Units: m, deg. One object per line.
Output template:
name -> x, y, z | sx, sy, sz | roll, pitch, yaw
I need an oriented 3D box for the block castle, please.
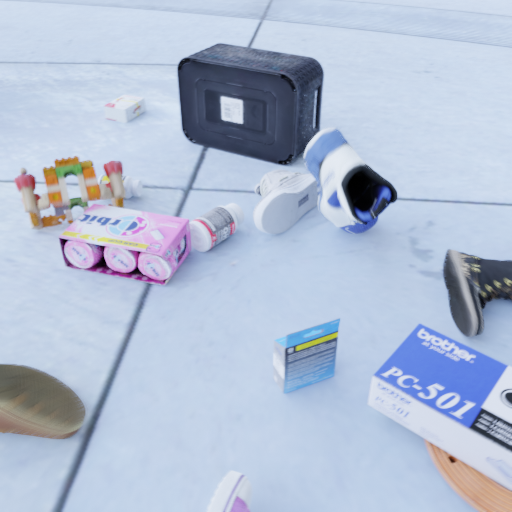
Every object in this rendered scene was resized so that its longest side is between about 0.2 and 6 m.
block castle -> -3.597, -1.280, 10.997 | 2.005, 1.340, 0.941 | -12, 77, -17

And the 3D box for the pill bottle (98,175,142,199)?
pill bottle -> -2.962, -1.506, 12.217 | 0.874, 0.490, 0.490 | 5, 36, 6

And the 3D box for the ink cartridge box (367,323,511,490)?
ink cartridge box -> 2.921, 1.966, 6.861 | 2.793, 0.618, 1.313 | 26, 43, 31

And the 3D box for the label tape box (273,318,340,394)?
label tape box -> 0.681, 1.288, 7.734 | 0.829, 1.150, 0.364 | -15, 38, -19

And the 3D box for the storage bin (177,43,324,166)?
storage bin -> -0.165, -3.820, 13.944 | 3.298, 2.229, 1.546 | 18, 39, 23

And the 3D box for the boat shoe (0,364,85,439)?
boat shoe -> -3.313, 1.881, 7.267 | 2.207, 0.745, 0.794 | 20, 29, -3

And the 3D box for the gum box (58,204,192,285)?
gum box -> -2.291, -0.224, 10.215 | 2.133, 0.705, 1.211 | 9, 37, 14

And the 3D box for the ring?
ring -> 3.364, 2.377, 7.018 | 2.511, 0.241, 2.511 | 0, 36, 0

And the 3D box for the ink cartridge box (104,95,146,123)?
ink cartridge box -> -3.758, -4.240, 16.092 | 0.733, 0.421, 1.010 | 15, 38, 20

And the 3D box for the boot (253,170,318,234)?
boot -> 0.390, -1.171, 11.586 | 1.135, 0.873, 2.374 | 17, 30, 32

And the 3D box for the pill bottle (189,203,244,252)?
pill bottle -> -0.763, -0.589, 10.805 | 0.629, 0.629, 1.135 | 26, 43, 31

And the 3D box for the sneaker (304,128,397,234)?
sneaker -> 1.780, -0.961, 9.973 | 1.035, 2.562, 1.480 | -37, 53, 1

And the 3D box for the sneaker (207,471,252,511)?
sneaker -> -0.072, 3.262, 5.420 | 1.255, 0.798, 2.201 | 12, 44, 6

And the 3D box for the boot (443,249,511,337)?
boot -> 3.888, 0.596, 9.134 | 1.411, 0.686, 1.874 | 4, 35, 4
